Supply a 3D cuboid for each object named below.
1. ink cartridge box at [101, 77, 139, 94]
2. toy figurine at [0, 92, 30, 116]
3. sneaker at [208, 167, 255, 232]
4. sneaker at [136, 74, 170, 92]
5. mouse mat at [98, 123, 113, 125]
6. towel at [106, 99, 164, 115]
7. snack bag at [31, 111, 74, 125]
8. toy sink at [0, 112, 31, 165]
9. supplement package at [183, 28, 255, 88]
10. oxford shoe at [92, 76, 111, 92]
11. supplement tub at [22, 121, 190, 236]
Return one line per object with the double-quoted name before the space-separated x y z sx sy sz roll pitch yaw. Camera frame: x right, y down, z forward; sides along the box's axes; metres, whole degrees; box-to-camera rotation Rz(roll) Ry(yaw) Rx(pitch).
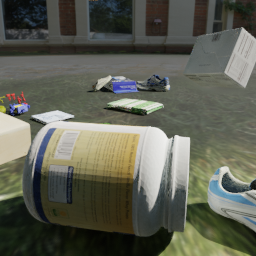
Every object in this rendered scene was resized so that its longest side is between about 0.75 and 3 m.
"ink cartridge box" -0.477 -2.397 15.308 1.350 0.532 2.714 -6 20 -21
"toy figurine" -4.051 -0.797 10.117 0.814 0.716 1.358 17 25 30
"sneaker" 2.057 1.164 3.868 0.765 0.772 2.130 -15 24 -40
"sneaker" 1.356 -2.479 15.023 1.953 0.832 0.753 9 20 29
"mouse mat" -1.119 0.141 8.175 1.860 0.070 1.497 -10 20 -25
"towel" 0.277 -0.877 11.089 1.910 0.223 1.457 10 20 32
"snack bag" -2.602 -0.377 9.673 1.050 0.119 1.114 17 25 40
"toy sink" -3.178 0.219 6.680 1.484 0.831 0.967 18 24 31
"supplement package" 2.336 -1.713 7.092 0.827 1.161 1.491 24 -3 -29
"oxford shoe" -1.380 -2.413 14.675 1.325 0.383 0.498 -44 21 -27
"supplement tub" -0.211 0.700 4.049 2.109 1.523 1.523 4 18 12
